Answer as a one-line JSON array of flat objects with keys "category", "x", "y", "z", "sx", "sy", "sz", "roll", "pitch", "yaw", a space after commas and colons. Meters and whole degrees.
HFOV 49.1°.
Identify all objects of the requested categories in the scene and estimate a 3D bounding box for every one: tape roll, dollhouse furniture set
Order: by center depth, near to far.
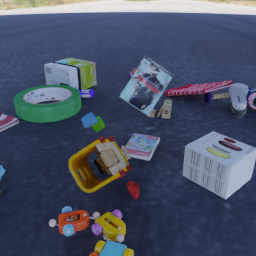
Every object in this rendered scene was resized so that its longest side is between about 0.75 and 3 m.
[{"category": "dollhouse furniture set", "x": 1.203, "y": -0.838, "z": 10.551, "sx": 0.867, "sy": 0.545, "sz": 0.981, "roll": 5, "pitch": 28, "yaw": 9}, {"category": "tape roll", "x": -3.064, "y": -1.009, "z": 10.828, "sx": 2.469, "sy": 0.593, "sz": 2.469, "roll": 1, "pitch": 28, "yaw": 0}]

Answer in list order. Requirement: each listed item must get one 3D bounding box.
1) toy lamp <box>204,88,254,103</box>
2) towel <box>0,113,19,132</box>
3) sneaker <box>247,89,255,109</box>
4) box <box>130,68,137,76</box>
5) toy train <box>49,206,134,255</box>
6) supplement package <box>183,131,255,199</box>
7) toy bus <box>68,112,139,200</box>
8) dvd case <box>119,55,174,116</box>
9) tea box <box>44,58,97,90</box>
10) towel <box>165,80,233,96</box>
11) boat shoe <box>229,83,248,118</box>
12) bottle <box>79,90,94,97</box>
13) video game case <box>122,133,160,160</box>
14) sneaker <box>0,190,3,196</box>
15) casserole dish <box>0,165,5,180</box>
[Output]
[{"category": "toy lamp", "x": 4.215, "y": -1.341, "z": 11.497, "sx": 2.080, "sy": 0.606, "sz": 0.606, "roll": -5, "pitch": 28, "yaw": -5}, {"category": "towel", "x": -4.823, "y": -0.228, "z": 9.795, "sx": 1.657, "sy": 0.188, "sz": 1.193, "roll": 15, "pitch": 32, "yaw": 26}, {"category": "sneaker", "x": 5.607, "y": -0.737, "z": 9.879, "sx": 2.689, "sy": 0.943, "sz": 1.103, "roll": 13, "pitch": 24, "yaw": 28}, {"category": "box", "x": 0.995, "y": -2.761, "z": 14.383, "sx": 1.738, "sy": 0.340, "sz": 1.189, "roll": -1, "pitch": 28, "yaw": -1}, {"category": "toy train", "x": -0.658, "y": 2.120, "z": 5.083, "sx": 1.386, "sy": 0.513, "sz": 1.845, "roll": -10, "pitch": 26, "yaw": -15}, {"category": "supplement package", "x": 2.252, "y": 0.855, "z": 6.945, "sx": 1.206, "sy": 0.927, "sz": 1.261, "roll": -22, "pitch": 34, "yaw": -36}, {"category": "toy bus", "x": -0.652, "y": 0.865, "z": 6.729, "sx": 1.051, "sy": 2.034, "sz": 1.919, "roll": -32, "pitch": 38, "yaw": 7}, {"category": "dvd case", "x": 0.631, "y": -1.439, "z": 9.569, "sx": 1.227, "sy": 1.680, "sz": 0.185, "roll": 34, "pitch": -5, "yaw": -9}, {"category": "tea box", "x": -2.625, "y": -2.453, "z": 12.955, "sx": 1.694, "sy": 1.132, "sz": 1.667, "roll": 18, "pitch": 32, "yaw": 31}, {"category": "towel", "x": 2.849, "y": -1.637, "z": 11.575, "sx": 1.710, "sy": 0.266, "sz": 2.364, "roll": -18, "pitch": 12, "yaw": -29}, {"category": "boat shoe", "x": 4.238, "y": -1.088, "z": 10.849, "sx": 0.715, "sy": 0.704, "sz": 1.984, "roll": 7, "pitch": 36, "yaw": 20}, {"category": "bottle", "x": -1.934, "y": -1.481, "z": 12.023, "sx": 0.924, "sy": 0.302, "sz": 0.386, "roll": 0, "pitch": 30, "yaw": -1}, {"category": "video game case", "x": 0.398, "y": 0.541, "z": 8.424, "sx": 0.867, "sy": 0.106, "sz": 1.213, "roll": 9, "pitch": 29, "yaw": 17}, {"category": "sneaker", "x": -3.178, "y": 1.656, "z": 6.202, "sx": 0.764, "sy": 0.289, "sz": 0.441, "roll": -17, "pitch": 37, "yaw": -11}, {"category": "casserole dish", "x": -3.742, "y": 1.297, "z": 6.644, "sx": 1.624, "sy": 0.315, "sz": 0.984, "roll": -9, "pitch": 22, "yaw": -7}]
